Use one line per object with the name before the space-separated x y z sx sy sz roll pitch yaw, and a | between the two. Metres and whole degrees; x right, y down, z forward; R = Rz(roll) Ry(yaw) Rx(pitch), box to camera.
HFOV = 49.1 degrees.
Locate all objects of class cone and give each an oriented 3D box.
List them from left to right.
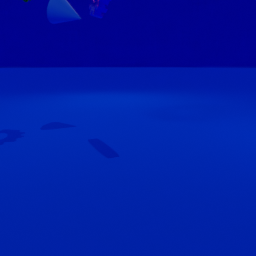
cone | -1.891 -3.627 8.889 0.944 0.941 0.941 25 19 12

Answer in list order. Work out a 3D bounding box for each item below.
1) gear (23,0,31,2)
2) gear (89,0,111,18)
gear | -3.312 -4.223 7.938 1.399 0.259 1.399 27 -13 7
gear | -0.637 -3.438 6.983 0.241 1.302 1.302 10 8 -24
